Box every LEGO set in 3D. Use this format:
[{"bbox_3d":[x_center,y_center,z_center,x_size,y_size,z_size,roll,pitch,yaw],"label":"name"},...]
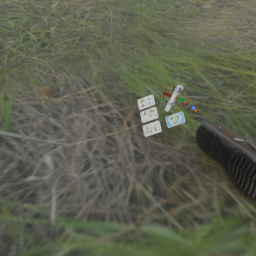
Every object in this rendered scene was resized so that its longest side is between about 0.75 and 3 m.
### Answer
[{"bbox_3d":[0.992,-0.450,6.929,1.405,0.345,1.050,-20,65,21],"label":"LEGO set"}]

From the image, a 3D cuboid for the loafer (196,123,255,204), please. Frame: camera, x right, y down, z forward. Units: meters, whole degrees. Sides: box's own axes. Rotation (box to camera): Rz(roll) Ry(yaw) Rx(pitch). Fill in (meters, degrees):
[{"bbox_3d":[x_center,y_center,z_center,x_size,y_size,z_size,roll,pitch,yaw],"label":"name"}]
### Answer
[{"bbox_3d":[2.375,0.585,5.702,0.828,0.851,2.331,-9,40,-24],"label":"loafer"}]
